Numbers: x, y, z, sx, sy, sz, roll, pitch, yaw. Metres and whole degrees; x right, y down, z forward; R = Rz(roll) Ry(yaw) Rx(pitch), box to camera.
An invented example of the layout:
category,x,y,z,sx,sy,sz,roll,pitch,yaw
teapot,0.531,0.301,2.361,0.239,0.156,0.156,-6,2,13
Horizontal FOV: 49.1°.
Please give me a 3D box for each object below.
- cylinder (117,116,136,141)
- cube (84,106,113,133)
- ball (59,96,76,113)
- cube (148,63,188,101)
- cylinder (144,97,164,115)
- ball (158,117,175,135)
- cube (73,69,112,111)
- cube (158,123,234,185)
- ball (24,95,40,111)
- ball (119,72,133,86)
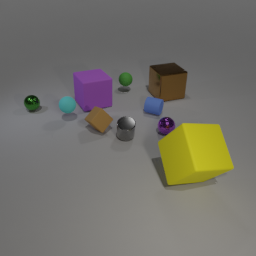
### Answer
category,x,y,z,sx,sy,sz,roll,pitch,yaw
cylinder,-0.079,0.038,10.688,0.700,0.700,0.700,2,51,-2
cube,-1.154,-0.343,11.053,0.700,0.700,0.700,-52,30,-10
ball,-2.497,-0.953,11.548,0.700,0.700,0.700,0,33,0
cube,1.927,-2.272,13.799,1.400,1.400,1.400,-11,34,-16
cylinder,1.148,-0.983,12.430,0.700,0.700,0.700,14,35,19
ball,1.516,-0.090,11.048,0.700,0.700,0.700,0,33,0
cube,-1.629,-1.789,12.984,1.400,1.400,1.400,-14,35,-24
cube,1.942,0.782,8.281,1.400,1.400,1.400,1,64,-27
ball,-4.315,-1.137,12.588,0.700,0.700,0.700,0,33,0
ball,-0.121,-2.451,14.100,0.700,0.700,0.700,0,33,0
